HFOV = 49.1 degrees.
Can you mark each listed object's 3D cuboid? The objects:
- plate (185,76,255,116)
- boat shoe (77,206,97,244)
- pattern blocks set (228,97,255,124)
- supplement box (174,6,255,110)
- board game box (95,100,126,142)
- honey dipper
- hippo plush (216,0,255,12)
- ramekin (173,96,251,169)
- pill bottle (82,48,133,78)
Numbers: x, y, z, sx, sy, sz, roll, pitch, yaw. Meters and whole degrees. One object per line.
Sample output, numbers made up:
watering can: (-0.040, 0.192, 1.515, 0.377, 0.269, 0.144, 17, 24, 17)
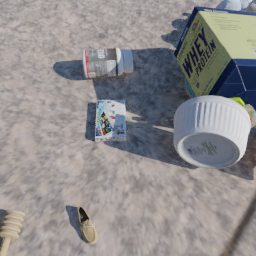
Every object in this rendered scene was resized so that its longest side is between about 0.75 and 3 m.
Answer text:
plate: (3.240, -1.475, 9.012, 2.765, 0.353, 2.765, 0, 55, 0)
boat shoe: (-0.966, 2.211, 6.396, 0.316, 0.286, 0.888, -23, 58, -16)
pattern blocks set: (2.662, -0.250, 7.301, 1.953, 1.717, 0.158, 1, 59, 7)
supplement box: (2.997, -1.909, 7.806, 2.430, 1.632, 2.428, -3, 53, -20)
board game box: (-0.504, -0.240, 8.186, 0.872, 0.239, 1.381, -1, 54, -1)
honey dipper: (-2.688, 2.934, 5.825, 0.450, 0.450, 2.369, 4, 57, 3)
hippo plush: (4.287, -4.097, 9.799, 2.682, 2.136, 2.157, -22, 58, -14)
ramekin: (1.994, 0.200, 6.859, 1.862, 1.862, 0.977, 12, 54, 9)
pill bottle: (-0.657, -2.138, 9.144, 1.572, 0.895, 0.895, -6, 55, -3)
